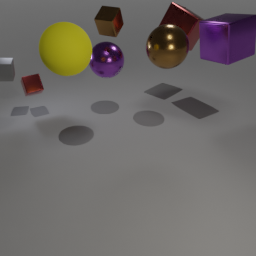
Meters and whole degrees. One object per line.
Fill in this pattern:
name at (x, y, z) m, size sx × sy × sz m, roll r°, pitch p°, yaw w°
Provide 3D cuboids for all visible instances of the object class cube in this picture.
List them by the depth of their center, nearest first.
cube at (-0.643, -3.674, 9.660) m, size 0.700 × 0.700 × 0.700 m, roll 15°, pitch 65°, yaw 19°
cube at (3.573, -3.240, 10.094) m, size 1.400 × 1.400 × 1.400 m, roll -23°, pitch 32°, yaw -23°
cube at (-4.815, -2.267, 10.855) m, size 0.700 × 0.700 × 0.700 m, roll -3°, pitch 34°, yaw -13°
cube at (-3.965, -1.765, 11.578) m, size 0.700 × 0.700 × 0.700 m, roll -18°, pitch 2°, yaw -25°
cube at (2.305, -4.281, 11.961) m, size 1.400 × 1.400 × 1.400 m, roll 41°, pitch 30°, yaw 19°

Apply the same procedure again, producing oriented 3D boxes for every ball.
ball at (-1.668, -2.105, 7.525) m, size 1.400 × 1.400 × 1.400 m, roll 0°, pitch 29°, yaw 0°
ball at (1.276, -2.634, 9.103) m, size 1.400 × 1.400 × 1.400 m, roll 0°, pitch 29°, yaw 0°
ball at (-0.842, -2.657, 10.965) m, size 1.400 × 1.400 × 1.400 m, roll 0°, pitch 29°, yaw 0°
